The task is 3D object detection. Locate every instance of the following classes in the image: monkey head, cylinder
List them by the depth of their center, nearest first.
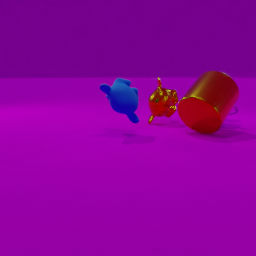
[{"bbox_3d":[-0.242,-0.770,7.719,1.081,1.503,0.906,-22,34,39],"label":"monkey head"},{"bbox_3d":[2.302,-0.737,8.048,1.329,1.329,1.329,11,48,43],"label":"cylinder"},{"bbox_3d":[1.122,-0.930,9.661,0.977,1.622,1.167,7,18,-15],"label":"monkey head"}]

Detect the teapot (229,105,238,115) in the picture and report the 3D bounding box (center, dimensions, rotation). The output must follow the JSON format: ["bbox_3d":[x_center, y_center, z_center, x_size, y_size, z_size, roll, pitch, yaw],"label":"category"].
[{"bbox_3d":[2.849,-0.564,9.548,1.811,0.887,1.126,-6,8,43],"label":"teapot"}]
